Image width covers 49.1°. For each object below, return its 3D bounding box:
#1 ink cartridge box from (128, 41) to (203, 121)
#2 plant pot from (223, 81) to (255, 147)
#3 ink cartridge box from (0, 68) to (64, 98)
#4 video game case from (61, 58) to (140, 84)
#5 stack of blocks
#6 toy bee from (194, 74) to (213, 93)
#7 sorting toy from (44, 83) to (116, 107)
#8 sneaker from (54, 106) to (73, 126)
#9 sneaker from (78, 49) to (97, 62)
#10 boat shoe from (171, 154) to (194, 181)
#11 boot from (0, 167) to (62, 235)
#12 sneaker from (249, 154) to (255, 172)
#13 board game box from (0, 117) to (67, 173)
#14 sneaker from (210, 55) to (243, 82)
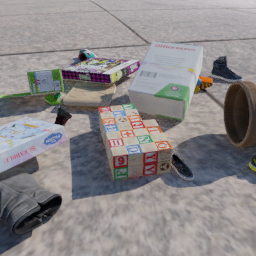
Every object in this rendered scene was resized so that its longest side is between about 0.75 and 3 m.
[{"bbox_3d":[1.439,-1.809,10.180,1.999,1.204,2.751,12,58,19],"label":"ink cartridge box"},{"bbox_3d":[3.898,-0.457,8.097,1.666,1.911,1.911,-4,32,-2],"label":"plant pot"},{"bbox_3d":[-3.741,-1.735,10.743,2.356,0.893,1.742,-9,13,-15],"label":"ink cartridge box"},{"bbox_3d":[-1.232,-2.660,12.728,2.753,0.493,2.495,11,30,30],"label":"video game case"},{"bbox_3d":[0.089,0.248,8.098,1.534,0.780,2.664,-7,32,-11],"label":"stack of blocks"},{"bbox_3d":[2.715,-2.015,11.840,1.582,0.860,1.036,34,53,-4],"label":"toy bee"},{"bbox_3d":[-1.848,-1.285,10.984,2.587,0.381,1.912,2,29,4],"label":"sorting toy"},{"bbox_3d":[-2.079,-0.194,8.701,0.483,1.276,0.737,29,77,-4],"label":"sneaker"},{"bbox_3d":[-2.400,-3.874,15.011,1.343,0.562,0.811,29,33,36],"label":"sneaker"},{"bbox_3d":[1.396,1.024,7.356,0.315,0.260,0.917,-15,35,-23],"label":"boat shoe"},{"bbox_3d":[-2.678,1.702,5.714,1.566,0.830,2.380,24,40,35],"label":"boot"},{"bbox_3d":[3.737,0.996,7.189,1.147,0.486,0.427,15,36,22],"label":"sneaker"},{"bbox_3d":[-3.246,0.415,7.604,2.319,0.478,2.324,-27,26,-37],"label":"board game box"},{"bbox_3d":[4.493,-2.674,12.589,1.454,1.051,0.553,20,35,26],"label":"sneaker"}]
